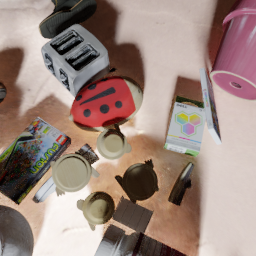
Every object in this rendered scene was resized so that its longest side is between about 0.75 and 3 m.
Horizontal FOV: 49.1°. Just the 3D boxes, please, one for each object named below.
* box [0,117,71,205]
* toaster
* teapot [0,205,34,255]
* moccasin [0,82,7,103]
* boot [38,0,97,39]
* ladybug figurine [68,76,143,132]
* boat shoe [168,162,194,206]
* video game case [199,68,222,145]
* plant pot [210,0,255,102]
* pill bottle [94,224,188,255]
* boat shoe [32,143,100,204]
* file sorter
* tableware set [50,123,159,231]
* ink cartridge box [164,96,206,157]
[{"bbox_3d":[-2.876,0.879,8.128,1.292,0.408,2.348,31,60,9],"label":"box"},{"bbox_3d":[-1.636,-2.257,9.323,1.934,1.148,1.749,-39,73,-16],"label":"toaster"},{"bbox_3d":[-3.541,2.889,6.731,2.351,1.717,2.320,13,72,7],"label":"teapot"},{"bbox_3d":[-5.347,-0.846,8.837,2.986,1.092,1.153,-22,77,1],"label":"moccasin"},{"bbox_3d":[-2.640,-4.374,10.448,1.723,0.965,2.492,39,59,20],"label":"boot"},{"bbox_3d":[-0.692,-0.850,8.838,2.557,0.920,1.736,-29,70,-12],"label":"ladybug figurine"},{"bbox_3d":[1.605,1.611,8.061,0.431,0.479,1.331,31,72,5],"label":"boat shoe"},{"bbox_3d":[2.517,-0.634,8.524,0.179,1.422,1.986,-12,65,23],"label":"video game case"},{"bbox_3d":[3.930,-2.296,8.675,2.753,2.753,2.464,30,86,12],"label":"plant pot"},{"bbox_3d":[0.486,3.452,6.693,2.621,1.496,1.496,22,69,10],"label":"pill bottle"},{"bbox_3d":[-1.728,1.420,7.945,2.190,0.806,0.716,-44,93,-5],"label":"boat shoe"},{"bbox_3d":[0.141,2.366,7.640,0.987,0.615,0.685,24,69,9],"label":"file sorter"},{"bbox_3d":[-0.606,1.373,7.887,2.811,0.326,2.348,-31,91,-16],"label":"tableware set"},{"bbox_3d":[1.844,-0.188,8.742,1.027,0.587,1.978,15,68,6],"label":"ink cartridge box"}]
